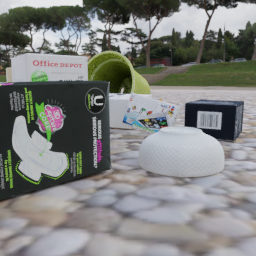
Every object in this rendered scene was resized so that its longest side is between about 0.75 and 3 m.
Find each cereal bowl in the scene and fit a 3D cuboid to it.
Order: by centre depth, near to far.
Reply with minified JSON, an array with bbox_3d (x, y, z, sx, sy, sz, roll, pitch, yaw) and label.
[{"bbox_3d":[0.928,0.334,4.919,1.511,0.629,1.511,1,10,0],"label":"cereal bowl"}]

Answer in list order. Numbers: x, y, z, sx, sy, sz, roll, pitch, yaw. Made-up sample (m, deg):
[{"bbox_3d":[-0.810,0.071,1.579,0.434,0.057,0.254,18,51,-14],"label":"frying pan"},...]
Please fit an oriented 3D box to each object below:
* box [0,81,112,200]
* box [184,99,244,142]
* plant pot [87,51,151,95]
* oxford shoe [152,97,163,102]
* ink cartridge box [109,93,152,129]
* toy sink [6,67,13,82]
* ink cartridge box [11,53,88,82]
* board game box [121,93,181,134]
[{"bbox_3d":[-1.660,0.018,4.236,2.332,1.449,1.732,-8,13,-41],"label":"box"},{"bbox_3d":[2.371,-0.273,7.593,1.270,0.916,1.712,5,11,28],"label":"box"},{"bbox_3d":[-0.311,-1.613,11.953,2.669,2.669,2.454,6,-1,30],"label":"plant pot"},{"bbox_3d":[0.567,-1.221,13.895,2.539,0.733,0.954,0,12,15],"label":"oxford shoe"},{"bbox_3d":[-0.509,-0.634,9.428,2.283,0.956,1.656,5,13,27],"label":"ink cartridge box"},{"bbox_3d":[-2.695,-1.242,10.384,2.962,1.931,1.660,-7,12,-42],"label":"toy sink"},{"bbox_3d":[-1.976,-0.766,7.089,1.505,2.051,1.498,-6,11,-32],"label":"ink cartridge box"},{"bbox_3d":[0.568,-0.319,7.170,1.352,0.854,0.234,20,3,24],"label":"board game box"}]
